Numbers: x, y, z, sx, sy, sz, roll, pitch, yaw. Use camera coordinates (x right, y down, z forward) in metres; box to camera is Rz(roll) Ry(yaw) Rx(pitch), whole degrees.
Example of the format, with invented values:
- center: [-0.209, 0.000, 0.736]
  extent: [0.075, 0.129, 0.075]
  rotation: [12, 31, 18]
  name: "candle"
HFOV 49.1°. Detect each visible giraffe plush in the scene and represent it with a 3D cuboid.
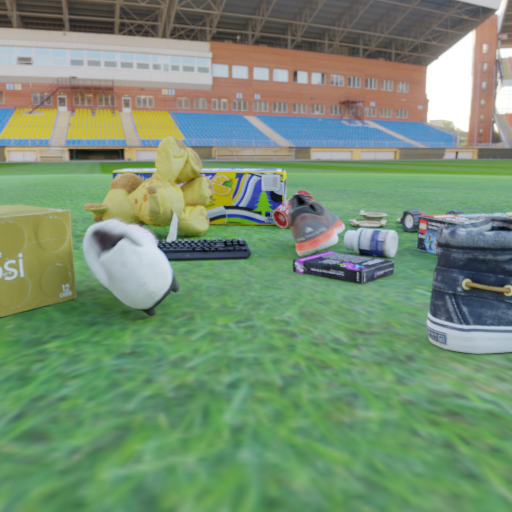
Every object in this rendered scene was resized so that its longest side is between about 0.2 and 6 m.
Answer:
- center: [-2.561, -1.226, 13.061]
  extent: [2.237, 2.380, 2.759]
  rotation: [-6, 43, 25]
  name: "giraffe plush"

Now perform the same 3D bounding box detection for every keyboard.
- center: [-1.367, -0.164, 11.038]
  extent: [2.394, 0.307, 1.437]
  rotation: [-1, 11, -8]
  name: "keyboard"

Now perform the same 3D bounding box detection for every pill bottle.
- center: [2.219, -0.263, 10.899]
  extent: [0.952, 0.529, 0.529]
  rotation: [7, 13, 33]
  name: "pill bottle"

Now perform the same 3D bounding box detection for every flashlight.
- center: [4.536, -0.927, 14.280]
  extent: [1.773, 0.600, 0.602]
  rotation: [-6, 10, -25]
  name: "flashlight"

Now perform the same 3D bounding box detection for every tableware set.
- center: [3.758, -0.998, 15.461]
  extent: [2.382, 0.276, 1.989]
  rotation: [2, 11, 13]
  name: "tableware set"

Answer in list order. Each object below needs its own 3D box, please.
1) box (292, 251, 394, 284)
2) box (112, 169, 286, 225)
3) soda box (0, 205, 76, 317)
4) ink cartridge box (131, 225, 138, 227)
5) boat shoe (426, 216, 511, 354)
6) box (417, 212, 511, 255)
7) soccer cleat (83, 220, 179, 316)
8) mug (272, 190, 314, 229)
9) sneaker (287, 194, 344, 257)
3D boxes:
- center: [1.446, 0.180, 9.336]
  extent: [1.386, 0.250, 0.991]
  rotation: [8, 14, 42]
  name: "box"
- center: [-1.524, -1.715, 15.920]
  extent: [4.728, 1.520, 1.656]
  rotation: [1, 11, 4]
  name: "box"
- center: [-4.022, 0.189, 6.441]
  extent: [1.216, 1.287, 3.800]
  rotation: [7, 13, 34]
  name: "soda box"
- center: [-2.864, -0.358, 11.428]
  extent: [0.893, 0.520, 0.301]
  rotation: [0, 11, 1]
  name: "ink cartridge box"
- center: [3.268, 0.266, 5.952]
  extent: [2.903, 1.318, 1.027]
  rotation: [-2, 11, -9]
  name: "boat shoe"
- center: [5.560, -0.360, 10.822]
  extent: [3.932, 0.741, 2.686]
  rotation: [-3, 11, -17]
  name: "box"
- center: [-1.841, -0.128, 7.483]
  extent: [0.918, 1.135, 2.629]
  rotation: [-45, 30, -10]
  name: "soccer cleat"
- center: [1.057, -1.156, 14.784]
  extent: [0.924, 0.695, 1.041]
  rotation: [36, 54, 28]
  name: "mug"
- center: [1.156, -0.823, 11.533]
  extent: [1.060, 1.126, 2.750]
  rotation: [-23, 8, 8]
  name: "sneaker"
